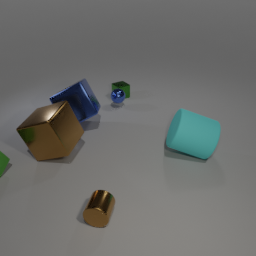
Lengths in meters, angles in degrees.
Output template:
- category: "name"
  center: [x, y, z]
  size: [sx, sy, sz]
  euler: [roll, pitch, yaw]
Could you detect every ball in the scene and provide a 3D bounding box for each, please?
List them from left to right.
- category: "ball"
  center: [-0.471, -1.503, 13.139]
  size: [0.700, 0.700, 0.700]
  euler: [0, 30, 0]

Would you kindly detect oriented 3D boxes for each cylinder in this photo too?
- category: "cylinder"
  center: [-0.753, 2.123, 7.408]
  size: [0.700, 0.700, 0.700]
  euler: [7, 31, 11]
- category: "cylinder"
  center: [2.215, 0.200, 9.639]
  size: [1.400, 1.400, 1.400]
  euler: [19, 31, -4]

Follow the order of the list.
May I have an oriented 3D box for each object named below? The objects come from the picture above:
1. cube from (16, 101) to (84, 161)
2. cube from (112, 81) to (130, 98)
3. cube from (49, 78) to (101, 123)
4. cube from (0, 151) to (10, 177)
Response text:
- category: "cube"
  center: [-2.617, 0.100, 9.655]
  size: [1.400, 1.400, 1.400]
  euler: [-11, 30, 24]
- category: "cube"
  center: [-0.366, -1.927, 14.347]
  size: [0.700, 0.700, 0.700]
  euler: [-19, 35, -29]
- category: "cube"
  center: [-2.087, -1.021, 11.374]
  size: [1.400, 1.400, 1.400]
  euler: [-27, 14, 7]
- category: "cube"
  center: [-4.381, 1.091, 8.944]
  size: [0.700, 0.700, 0.700]
  euler: [10, 61, 16]
